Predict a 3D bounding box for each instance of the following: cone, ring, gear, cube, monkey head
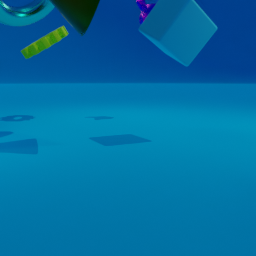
[{"bbox_3d":[-1.298,-2.695,4.971,1.575,1.569,1.569,18,4,-21],"label":"cone"},{"bbox_3d":[-2.146,-3.045,5.860,0.413,2.064,2.064,48,27,13],"label":"ring"},{"bbox_3d":[-2.917,-3.005,9.821,1.716,0.317,1.716,-24,26,13],"label":"gear"},{"bbox_3d":[1.053,-2.143,6.052,1.014,1.014,1.014,28,16,-37],"label":"cube"},{"bbox_3d":[0.753,-3.981,9.471,1.376,0.990,0.829,-42,25,-22],"label":"monkey head"}]
